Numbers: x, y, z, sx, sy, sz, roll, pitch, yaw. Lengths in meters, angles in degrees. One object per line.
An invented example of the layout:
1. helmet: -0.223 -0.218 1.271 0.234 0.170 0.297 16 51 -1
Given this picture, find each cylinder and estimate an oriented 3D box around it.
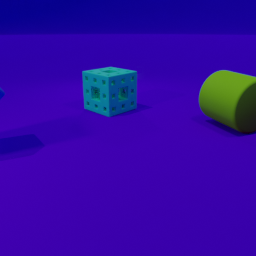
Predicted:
1. cylinder: 2.667 -0.684 6.943 1.300 1.300 1.300 -8 23 -21

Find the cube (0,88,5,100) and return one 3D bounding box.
1. cube: -3.129 -0.713 5.208 0.961 0.961 0.961 38 -3 35

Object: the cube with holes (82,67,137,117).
1. cube with holes: -0.535 -1.126 8.405 1.141 1.141 1.141 20 29 40
